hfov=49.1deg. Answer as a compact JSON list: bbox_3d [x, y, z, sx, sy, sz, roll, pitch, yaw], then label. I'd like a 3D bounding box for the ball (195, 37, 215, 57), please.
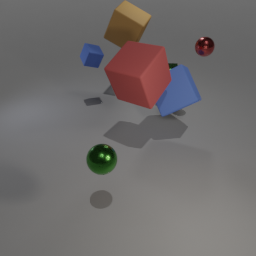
[{"bbox_3d":[2.787,-2.953,10.178,0.700,0.700,0.700,0,31,0],"label":"ball"}]

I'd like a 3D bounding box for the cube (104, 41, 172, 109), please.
[{"bbox_3d":[0.360,-1.692,8.872,1.400,1.400,1.400,20,62,32],"label":"cube"}]

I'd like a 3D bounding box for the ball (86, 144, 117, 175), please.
[{"bbox_3d":[-0.588,0.703,6.306,0.700,0.700,0.700,0,31,0],"label":"ball"}]

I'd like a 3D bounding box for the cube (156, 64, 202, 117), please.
[{"bbox_3d":[1.749,-1.372,10.401,1.400,1.400,1.400,-24,-1,21],"label":"cube"}]

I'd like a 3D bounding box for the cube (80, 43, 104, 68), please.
[{"bbox_3d":[-1.550,-3.083,11.947,0.700,0.700,0.700,2,46,-33],"label":"cube"}]

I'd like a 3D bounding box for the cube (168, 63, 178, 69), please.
[{"bbox_3d":[1.907,-2.499,12.791,0.700,0.700,0.700,2,35,6],"label":"cube"}]

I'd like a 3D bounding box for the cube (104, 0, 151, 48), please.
[{"bbox_3d":[-0.013,-4.462,12.329,1.400,1.400,1.400,29,43,-3],"label":"cube"}]
